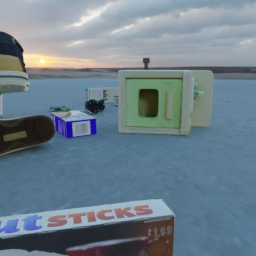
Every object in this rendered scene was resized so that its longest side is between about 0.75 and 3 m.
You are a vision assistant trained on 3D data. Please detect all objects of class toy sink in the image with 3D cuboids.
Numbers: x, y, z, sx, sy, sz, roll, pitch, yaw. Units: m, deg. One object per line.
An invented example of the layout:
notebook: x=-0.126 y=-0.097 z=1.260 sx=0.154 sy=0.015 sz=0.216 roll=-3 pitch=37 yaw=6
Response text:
toy sink: x=1.218 y=-0.842 z=8.657 sx=2.885 sy=1.880 sz=1.616 roll=3 pitch=13 yaw=8

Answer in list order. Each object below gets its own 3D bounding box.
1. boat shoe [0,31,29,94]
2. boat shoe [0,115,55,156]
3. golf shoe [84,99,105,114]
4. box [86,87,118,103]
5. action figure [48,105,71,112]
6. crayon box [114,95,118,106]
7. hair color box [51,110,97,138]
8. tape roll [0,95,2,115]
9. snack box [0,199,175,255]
boat shoe: x=-2.136 y=-0.972 z=4.622 sx=0.963 sy=0.803 sz=2.580 roll=-8 pitch=6 yaw=-24
boat shoe: x=-3.059 y=0.221 z=6.384 sx=2.630 sy=0.971 sz=0.973 roll=-3 pitch=-3 yaw=-38
golf shoe: x=-1.604 y=-0.909 z=12.180 sx=0.778 sy=0.640 sz=1.646 roll=-6 pitch=2 yaw=19
box: x=-1.284 y=-1.845 z=15.638 sx=2.093 sy=0.861 sz=0.515 roll=-5 pitch=13 yaw=-22
action figure: x=-2.990 y=-0.874 z=12.599 sx=1.084 sy=0.296 sz=0.640 roll=11 pitch=13 yaw=28
crayon box: x=0.507 y=-1.348 z=14.054 sx=1.662 sy=0.561 sz=1.926 roll=-8 pitch=14 yaw=-37
hair color box: x=-1.706 y=-0.155 z=8.629 sx=0.932 sy=0.553 sz=1.705 roll=-7 pitch=13 yaw=-28
tape roll: x=-5.588 y=-0.978 z=10.856 sx=1.330 sy=0.913 sz=1.330 roll=0 pitch=-2 yaw=0
snack box: x=-0.947 y=1.095 z=1.904 sx=2.597 sy=0.934 sz=0.316 roll=-3 pitch=14 yaw=-13
